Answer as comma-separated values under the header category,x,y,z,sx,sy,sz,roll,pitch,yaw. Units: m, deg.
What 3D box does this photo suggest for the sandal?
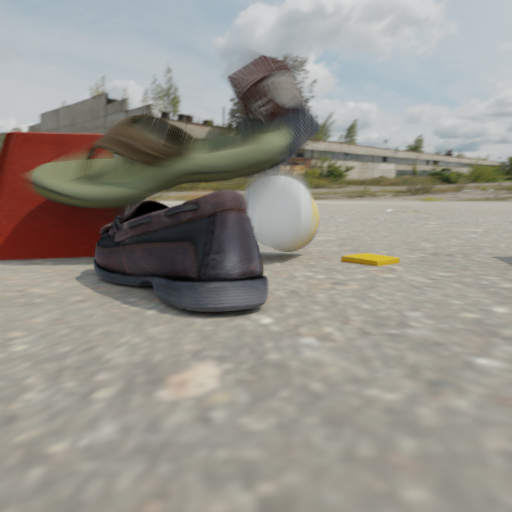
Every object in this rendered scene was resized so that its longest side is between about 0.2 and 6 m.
category,x,y,z,sx,sy,sz,roll,pitch,yaw
sandal,-1.278,-1.416,7.349,3.344,0.954,1.328,-12,27,2

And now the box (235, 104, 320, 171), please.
category,x,y,z,sx,sy,sz,roll,pitch,yaw
box,0.371,-2.190,9.582,0.981,0.998,0.618,-46,12,-25

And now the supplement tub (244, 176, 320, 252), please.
category,x,y,z,sx,sy,sz,roll,pitch,yaw
supplement tub,0.351,-0.574,7.848,0.967,0.967,1.330,2,-4,13

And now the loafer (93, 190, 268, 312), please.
category,x,y,z,sx,sy,sz,roll,pitch,yaw
loafer,-0.842,-0.167,5.585,1.115,0.977,3.102,-4,8,-31

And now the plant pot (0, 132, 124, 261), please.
category,x,y,z,sx,sy,sz,roll,pitch,yaw
plant pot,-3.090,-0.967,8.810,2.064,1.821,2.066,-3,8,-20

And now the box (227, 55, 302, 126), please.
category,x,y,z,sx,sy,sz,roll,pitch,yaw
box,0.113,-2.242,7.564,0.618,0.624,0.753,-35,34,-9

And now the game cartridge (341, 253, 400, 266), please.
category,x,y,z,sx,sy,sz,roll,pitch,yaw
game cartridge,1.547,0.056,7.544,0.540,0.099,0.613,-6,11,-40

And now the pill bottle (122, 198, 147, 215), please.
category,x,y,z,sx,sy,sz,roll,pitch,yaw
pill bottle,-1.708,-0.554,8.111,0.368,0.651,0.368,-17,-9,-3
